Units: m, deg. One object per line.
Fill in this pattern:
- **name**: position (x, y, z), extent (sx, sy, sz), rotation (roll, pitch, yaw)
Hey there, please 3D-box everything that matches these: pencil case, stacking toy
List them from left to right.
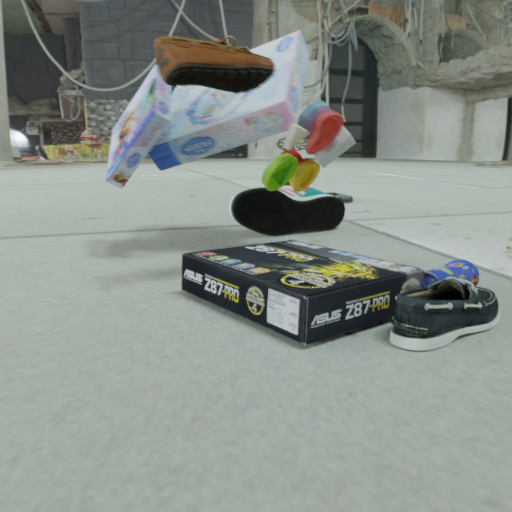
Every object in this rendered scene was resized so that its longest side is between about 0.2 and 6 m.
- **stacking toy**: position (0.718, -2.223, 11.239), extent (1.764, 1.949, 0.823), rotation (-17, 55, -46)
- **pencil case**: position (2.994, 0.412, 8.880), extent (0.624, 0.561, 1.437), rotation (36, 31, 32)

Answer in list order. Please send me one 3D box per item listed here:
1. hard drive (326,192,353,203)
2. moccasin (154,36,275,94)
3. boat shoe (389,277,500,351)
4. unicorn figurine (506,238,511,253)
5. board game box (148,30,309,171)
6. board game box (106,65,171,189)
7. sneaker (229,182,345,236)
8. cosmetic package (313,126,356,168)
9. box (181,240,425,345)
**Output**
- **hard drive**: position (2.773, -2.124, 20.591), extent (0.988, 0.267, 1.414), rotation (-6, 14, -24)
- **moccasin**: position (-0.604, -3.035, 8.752), extent (2.158, 0.833, 0.789), rotation (-10, -14, -33)
- **boat shoe**: position (2.649, 0.651, 7.562), extent (0.877, 0.700, 2.320), rotation (12, 17, 41)
- **unicorn figurine**: position (5.859, -0.186, 11.963), extent (0.867, 0.466, 1.262), rotation (14, 31, 14)
- **board game box**: position (-0.526, -3.388, 12.109), extent (3.158, 0.688, 3.174), rotation (-14, 40, 24)
- **board game box**: position (-2.358, -2.614, 11.272), extent (0.389, 1.890, 1.885), rotation (25, 35, -29)
- **sneaker**: position (0.476, -1.415, 14.850), extent (3.333, 1.394, 2.013), rotation (1, 15, -31)
- **cosmetic package**: position (1.588, -2.282, 11.660), extent (0.302, 0.848, 0.430), rotation (39, 18, -50)
- **box**: position (0.620, 0.401, 8.590), extent (2.411, 0.735, 2.992), rotation (-6, 14, -37)
